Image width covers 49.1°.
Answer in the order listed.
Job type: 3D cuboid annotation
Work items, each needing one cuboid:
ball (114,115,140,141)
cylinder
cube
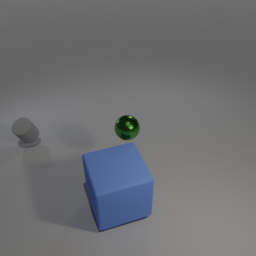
[{"bbox_3d":[-0.022,-0.007,7.632,0.700,0.700,0.700,0,30,0],"label":"ball"},{"bbox_3d":[-3.595,0.091,9.851,0.700,0.700,0.700,-5,60,8],"label":"cylinder"},{"bbox_3d":[-0.269,1.438,7.072,1.400,1.400,1.400,-13,40,-15],"label":"cube"}]
